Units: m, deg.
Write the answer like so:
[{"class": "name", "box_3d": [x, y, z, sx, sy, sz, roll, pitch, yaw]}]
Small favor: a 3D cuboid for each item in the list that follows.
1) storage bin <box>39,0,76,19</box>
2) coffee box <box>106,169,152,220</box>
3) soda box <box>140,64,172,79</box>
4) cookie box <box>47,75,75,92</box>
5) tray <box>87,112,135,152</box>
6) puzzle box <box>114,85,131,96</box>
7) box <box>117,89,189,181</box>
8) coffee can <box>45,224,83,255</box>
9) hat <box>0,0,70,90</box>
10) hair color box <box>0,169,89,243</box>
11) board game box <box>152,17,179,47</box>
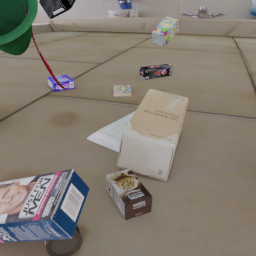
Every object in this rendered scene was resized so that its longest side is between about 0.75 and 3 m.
[{"class": "storage bin", "box_3d": [-1.914, -3.616, 7.741, 0.801, 0.556, 1.185, -38, 12, -21]}, {"class": "coffee box", "box_3d": [0.001, 1.331, 5.784, 0.588, 0.416, 1.041, -12, 28, -22]}, {"class": "soda box", "box_3d": [1.424, -2.879, 14.247, 1.650, 0.523, 0.584, -12, 28, -25]}, {"class": "cookie box", "box_3d": [-3.035, -2.042, 12.666, 0.936, 0.411, 1.094, -14, 29, -26]}, {"class": "tray", "box_3d": [0.047, -0.031, 8.732, 1.345, 0.278, 2.505, 20, 32, 33]}, {"class": "puzzle box", "box_3d": [-0.258, -1.620, 12.116, 0.749, 0.143, 1.125, -2, 26, -3]}, {"class": "box", "box_3d": [0.757, 0.036, 7.393, 1.285, 1.052, 2.706, 15, 32, 9]}, {"class": "coffee can", "box_3d": [-1.160, 1.709, 4.817, 0.589, 0.589, 0.804, -10, 27, -19]}, {"class": "hat", "box_3d": [-1.945, -1.533, 5.075, 1.268, 1.347, 1.531, -12, 65, 5]}, {"class": "hair color box", "box_3d": [-1.651, 1.324, 4.657, 1.865, 0.564, 0.932, -14, 36, 25]}, {"class": "board game box", "box_3d": [1.443, -3.711, 10.768, 0.531, 0.540, 1.031, 28, 67, 29]}]
